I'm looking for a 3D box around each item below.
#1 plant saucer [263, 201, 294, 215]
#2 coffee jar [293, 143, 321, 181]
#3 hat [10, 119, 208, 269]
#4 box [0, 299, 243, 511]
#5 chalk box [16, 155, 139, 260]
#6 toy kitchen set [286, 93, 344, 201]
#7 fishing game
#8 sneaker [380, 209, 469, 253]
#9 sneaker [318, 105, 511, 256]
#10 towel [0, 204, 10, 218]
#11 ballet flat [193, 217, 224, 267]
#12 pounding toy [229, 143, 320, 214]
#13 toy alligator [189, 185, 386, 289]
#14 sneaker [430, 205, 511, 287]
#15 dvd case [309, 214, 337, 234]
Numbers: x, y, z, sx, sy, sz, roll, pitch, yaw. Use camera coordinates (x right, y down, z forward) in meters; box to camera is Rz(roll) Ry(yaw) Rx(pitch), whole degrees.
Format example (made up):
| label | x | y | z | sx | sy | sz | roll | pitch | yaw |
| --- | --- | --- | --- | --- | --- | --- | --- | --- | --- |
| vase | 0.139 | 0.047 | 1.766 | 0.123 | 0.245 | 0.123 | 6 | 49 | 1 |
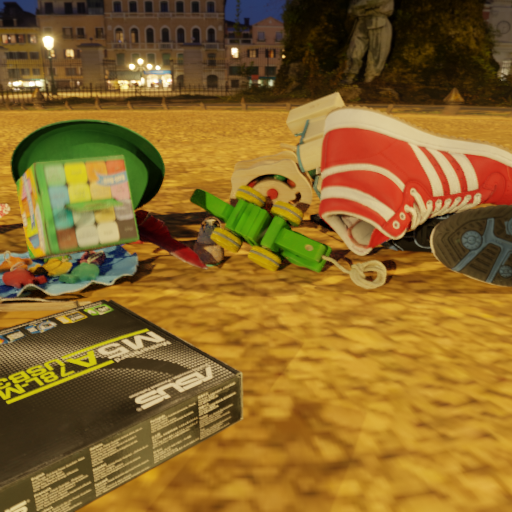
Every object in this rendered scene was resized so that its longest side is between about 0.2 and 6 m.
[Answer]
| label | x | y | z | sx | sy | sz | roll | pitch | yaw |
| --- | --- | --- | --- | --- | --- | --- | --- | --- | --- |
| plant saucer | 0.195 | -1.222 | 12.220 | 1.578 | 0.295 | 1.578 | 1 | 19 | 0 |
| coffee jar | 1.767 | -2.544 | 15.101 | 1.153 | 0.943 | 2.210 | -4 | 19 | -13 |
| hat | -2.746 | -0.422 | 9.383 | 2.674 | 3.229 | 2.842 | 6 | 59 | -26 |
| box | -1.700 | 1.177 | 4.718 | 2.342 | 0.557 | 2.262 | -16 | 22 | -39 |
| chalk box | -2.147 | -0.588 | 6.786 | 1.077 | 1.070 | 1.726 | -11 | 2 | -32 |
| toy kitchen set | 1.306 | -1.960 | 11.137 | 1.118 | 1.520 | 1.898 | -13 | 41 | 32 |
| fishing game | -2.966 | 0.046 | 8.077 | 2.514 | 0.546 | 3.511 | 0 | 16 | 4 |
| sneaker | 3.114 | -0.435 | 9.065 | 2.335 | 0.819 | 0.910 | -4 | 12 | -16 |
| sneaker | 2.562 | -0.798 | 8.377 | 3.535 | 1.988 | 1.259 | 14 | -16 | -8 |
| towel | -5.874 | -0.662 | 10.639 | 1.526 | 0.312 | 2.085 | 1 | 16 | 2 |
| ballet flat | -0.777 | -0.298 | 9.141 | 0.519 | 0.513 | 1.525 | -2 | 19 | -5 |
| pounding toy | 0.517 | -1.552 | 11.556 | 2.132 | 1.219 | 1.223 | -10 | 28 | 11 |
| toy alligator | 0.443 | -0.194 | 8.442 | 3.233 | 0.959 | 0.877 | 25 | -8 | 19 |
| sneaker | 4.049 | -0.136 | 8.126 | 3.137 | 1.188 | 1.209 | 1 | -2 | -2 |
| dvd case | 1.890 | -0.604 | 10.632 | 1.152 | 0.142 | 1.615 | -9 | 21 | -22 |
